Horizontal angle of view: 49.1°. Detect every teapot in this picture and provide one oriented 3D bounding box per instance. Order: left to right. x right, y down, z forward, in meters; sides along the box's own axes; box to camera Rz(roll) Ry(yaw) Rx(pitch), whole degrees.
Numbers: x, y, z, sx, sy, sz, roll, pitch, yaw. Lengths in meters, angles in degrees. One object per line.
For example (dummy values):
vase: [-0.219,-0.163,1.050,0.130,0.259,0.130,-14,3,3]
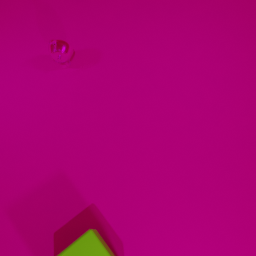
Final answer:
teapot: [-2.101,-2.337,8.612,0.760,1.222,0.598,-12,57,17]

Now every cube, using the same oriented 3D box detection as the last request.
cube: [-0.952,3.341,6.509,1.357,1.357,1.357,-36,75,-14]
